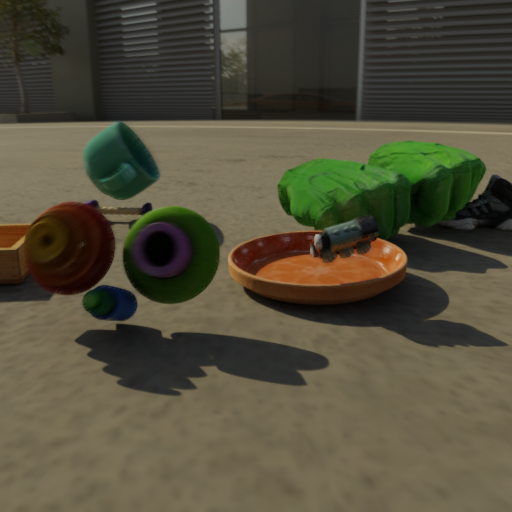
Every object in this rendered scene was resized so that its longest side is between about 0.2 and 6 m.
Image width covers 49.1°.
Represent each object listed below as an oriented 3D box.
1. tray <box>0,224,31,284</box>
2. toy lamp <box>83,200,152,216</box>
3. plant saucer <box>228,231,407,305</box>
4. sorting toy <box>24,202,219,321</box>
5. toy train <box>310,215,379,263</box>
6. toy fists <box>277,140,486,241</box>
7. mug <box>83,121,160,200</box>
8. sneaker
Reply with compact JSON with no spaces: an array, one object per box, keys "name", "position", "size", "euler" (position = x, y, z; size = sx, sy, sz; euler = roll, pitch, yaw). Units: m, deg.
[{"name":"tray","position":[-4.924,-0.009,8.313],"size":[3.146,0.583,1.552],"euler":[-2,17,-5]},{"name":"toy lamp","position":[-2.940,-0.932,11.600],"size":[1.527,0.444,0.444],"euler":[3,17,4]},{"name":"plant saucer","position":[0.856,0.148,7.974],"size":[2.497,0.403,2.497],"euler":[-2,18,1]},{"name":"sorting toy","position":[-1.608,0.030,6.210],"size":[2.284,1.373,0.938],"euler":[1,-7,7]},{"name":"toy train","position":[1.101,-0.218,6.946],"size":[0.887,0.505,0.378],"euler":[-14,60,-11]},{"name":"toy fists","position":[2.500,-1.212,10.536],"size":[4.067,1.398,2.073],"euler":[-16,22,-26]},{"name":"mug","position":[-2.923,-1.898,11.579],"size":[1.097,1.458,1.775],"euler":[-32,-5,11]},{"name":"sneaker","position":[4.401,-1.076,10.988],"size":[1.843,1.049,0.695],"euler":[2,17,8]}]
